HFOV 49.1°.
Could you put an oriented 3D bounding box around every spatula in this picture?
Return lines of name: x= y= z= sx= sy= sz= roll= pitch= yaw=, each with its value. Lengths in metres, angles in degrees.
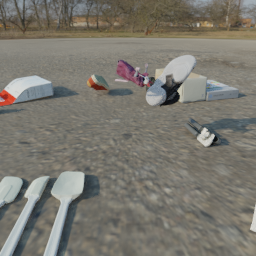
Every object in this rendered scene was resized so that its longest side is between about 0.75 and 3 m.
spatula: x=-1.821 y=1.543 z=5.068 sx=1.857 sy=0.215 sz=2.671 roll=0 pitch=22 yaw=-2

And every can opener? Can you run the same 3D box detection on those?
can opener: x=2.186 y=0.151 z=8.418 sx=0.515 sy=0.408 sz=1.549 roll=30 pitch=11 yaw=-26

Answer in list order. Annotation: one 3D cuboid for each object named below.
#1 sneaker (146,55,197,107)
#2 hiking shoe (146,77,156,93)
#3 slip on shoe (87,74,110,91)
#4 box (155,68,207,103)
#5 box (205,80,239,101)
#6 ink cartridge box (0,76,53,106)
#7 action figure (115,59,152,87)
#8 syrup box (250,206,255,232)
sneaker: x=1.292 y=-1.255 z=7.838 sx=0.643 sy=1.703 sz=0.969 roll=52 pitch=19 yaw=24
hiking shoe: x=1.309 y=-1.840 z=12.819 sx=0.943 sy=0.709 sz=1.873 roll=-2 pitch=31 yaw=6
slip on shoe: x=-1.340 y=-2.011 z=12.875 sx=0.569 sy=0.689 sz=1.860 roll=-33 pitch=-9 yaw=15
box: x=2.334 y=-2.016 z=12.782 sx=1.247 sy=1.021 sz=2.626 roll=-9 pitch=23 yaw=-20
box: x=3.825 y=-1.797 z=13.078 sx=1.614 sy=0.426 sz=2.071 roll=-7 pitch=22 yaw=-17
ink cartridge box: x=-5.028 y=-1.712 z=12.503 sx=2.741 sy=0.648 sz=2.194 roll=-16 pitch=26 yaw=-32
action figure: x=0.131 y=-1.227 z=6.769 sx=1.050 sy=0.782 sz=0.703 roll=39 pitch=29 yaw=24
syrup box: x=3.283 y=1.453 z=4.260 sx=2.417 sy=0.952 sz=0.984 roll=17 pitch=27 yaw=36
